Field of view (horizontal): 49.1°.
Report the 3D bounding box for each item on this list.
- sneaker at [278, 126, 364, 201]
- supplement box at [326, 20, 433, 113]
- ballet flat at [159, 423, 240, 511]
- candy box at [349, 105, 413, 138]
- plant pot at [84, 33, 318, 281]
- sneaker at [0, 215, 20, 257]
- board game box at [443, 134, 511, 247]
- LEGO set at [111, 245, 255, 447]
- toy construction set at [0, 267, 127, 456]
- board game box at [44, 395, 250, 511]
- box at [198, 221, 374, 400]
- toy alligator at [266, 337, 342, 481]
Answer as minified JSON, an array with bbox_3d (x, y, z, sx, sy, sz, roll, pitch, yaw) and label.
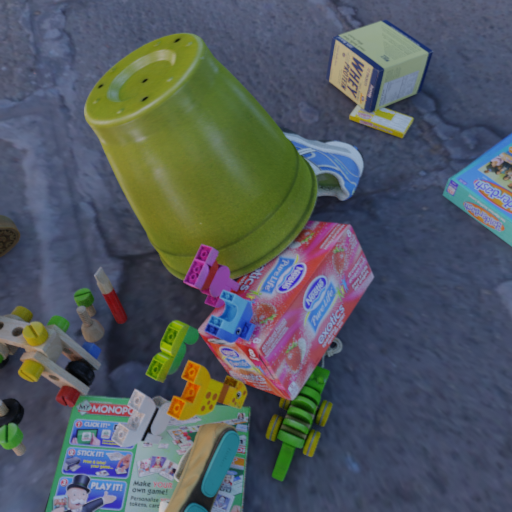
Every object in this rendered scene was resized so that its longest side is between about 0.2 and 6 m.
[{"bbox_3d":[0.693,-1.810,11.228,2.905,1.100,1.119,7,51,6],"label":"sneaker"},{"bbox_3d":[2.799,-4.398,12.930,1.634,1.098,1.636,-26,56,-22],"label":"supplement box"},{"bbox_3d":[-0.900,3.276,7.592,0.678,0.738,2.151,1,47,35],"label":"ballet flat"},{"bbox_3d":[2.837,-3.110,12.698,1.293,0.171,0.661,25,57,17],"label":"candy box"},{"bbox_3d":[-1.045,-1.700,9.083,3.181,3.063,3.181,-18,46,19],"label":"plant pot"},{"bbox_3d":[-6.024,-0.224,10.145,3.076,1.031,1.381,-29,65,-15],"label":"sneaker"},{"bbox_3d":[5.336,-1.443,11.303,2.468,0.555,1.877,-33,62,-21],"label":"board game box"},{"bbox_3d":[-0.678,1.539,8.120,1.150,1.238,3.016,16,77,40],"label":"LEGO set"},{"bbox_3d":[-3.410,1.017,8.507,2.239,2.063,2.685,28,54,35],"label":"toy construction set"},{"bbox_3d":[-1.511,3.070,8.260,2.734,0.398,1.840,4,55,3],"label":"board game box"},{"bbox_3d":[0.559,0.751,9.056,1.360,1.302,2.728,9,49,43],"label":"box"},{"bbox_3d":[0.816,2.179,8.698,0.763,0.698,2.572,21,58,14],"label":"toy alligator"}]
